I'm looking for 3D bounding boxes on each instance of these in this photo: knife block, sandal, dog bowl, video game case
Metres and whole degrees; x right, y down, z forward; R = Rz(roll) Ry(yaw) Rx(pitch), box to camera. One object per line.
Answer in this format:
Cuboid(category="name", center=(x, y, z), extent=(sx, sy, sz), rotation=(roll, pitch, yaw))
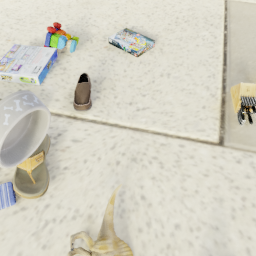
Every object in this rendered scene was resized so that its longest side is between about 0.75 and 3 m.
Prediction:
Cuboid(category="knife block", center=(3.932, -0.774, 9.602), extent=(0.532, 1.458, 1.661), rotation=(6, 2, 4))
Cuboid(category="sandal", center=(-2.682, 0.874, 7.841), extent=(0.969, 0.651, 2.411), rotation=(-4, 47, -4))
Cuboid(category="dog bowl", center=(-2.604, 0.094, 6.631), extent=(0.574, 1.958, 1.958), rotation=(32, 53, 10))
Cuboid(category="video game case", center=(-4.073, -2.585, 11.251), extent=(1.874, 0.470, 2.068), rotation=(8, 47, 6))

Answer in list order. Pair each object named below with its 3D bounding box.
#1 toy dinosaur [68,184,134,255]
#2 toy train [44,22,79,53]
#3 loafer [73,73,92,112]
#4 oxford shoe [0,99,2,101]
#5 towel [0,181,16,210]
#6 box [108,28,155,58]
Cuboid(category="toy dinosaur", center=(-0.577, 2.703, 6.205), extent=(1.439, 0.828, 2.845), rotation=(3, 52, -19))
Cuboid(category="toy train", center=(-2.766, -4.062, 12.504), extent=(1.304, 0.954, 2.254), rotation=(19, 32, -5))
Cuboid(category="loafer", center=(-1.638, -1.308, 9.921), extent=(0.669, 0.650, 1.831), rotation=(-5, 47, -4))
Cuboid(category="oxford shoe", center=(-4.297, -0.587, 8.994), extent=(2.657, 0.994, 0.936), rotation=(-9, 47, -8))
Cuboid(category="towel", center=(-3.473, 1.862, 7.301), extent=(1.023, 0.122, 0.741), rotation=(-18, 51, -14))
Cuboid(category="box", center=(0.157, -3.859, 12.568), extent=(1.771, 0.334, 1.209), rotation=(34, 55, 28))
